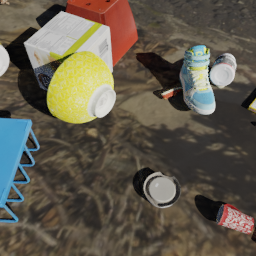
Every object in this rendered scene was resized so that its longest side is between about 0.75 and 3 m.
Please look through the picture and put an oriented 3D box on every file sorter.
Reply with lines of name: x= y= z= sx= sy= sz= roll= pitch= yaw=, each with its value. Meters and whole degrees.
file sorter: x=-3.805 y=1.197 z=8.047 sx=1.803 sy=1.594 sz=2.598 roll=3 pitch=54 yaw=2

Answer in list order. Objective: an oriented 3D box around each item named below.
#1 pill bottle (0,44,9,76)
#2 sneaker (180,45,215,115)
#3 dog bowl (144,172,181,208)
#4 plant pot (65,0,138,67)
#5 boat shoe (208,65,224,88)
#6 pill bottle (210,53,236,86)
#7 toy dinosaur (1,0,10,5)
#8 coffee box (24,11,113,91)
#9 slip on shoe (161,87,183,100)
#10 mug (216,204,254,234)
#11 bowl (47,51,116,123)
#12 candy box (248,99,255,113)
pill bottle: x=-6.246 y=-3.385 z=11.417 sx=1.657 sy=1.657 sz=2.977 roll=-33 pitch=60 yaw=-22
sneaker: x=2.491 y=-1.861 z=9.911 sx=1.048 sy=1.721 sz=2.636 roll=-7 pitch=49 yaw=-6
dog bowl: x=1.005 y=1.865 z=8.341 sx=1.095 sy=0.321 sz=1.095 roll=0 pitch=53 yaw=0
plant pot: x=-1.232 y=-4.454 z=11.851 sx=2.563 sy=2.259 sz=2.561 roll=25 pitch=58 yaw=17
boat shoe: x=3.275 y=-2.231 z=11.285 sx=0.603 sy=0.503 sz=1.616 roll=-35 pitch=60 yaw=-22
pill bottle: x=3.569 y=-2.218 z=10.432 sx=0.836 sy=0.836 sz=1.469 roll=18 pitch=37 yaw=13
toy dinosaur: x=-6.566 y=-6.853 z=14.810 sx=0.697 sy=0.441 sz=1.028 roll=6 pitch=69 yaw=17
coffee box: x=-2.078 y=-2.586 z=10.472 sx=2.175 sy=2.196 sz=2.199 roll=23 pitch=58 yaw=16
slip on shoe: x=1.710 y=-1.344 z=10.767 sx=1.010 sy=0.374 sz=0.309 roll=-25 pitch=99 yaw=-28
mug: x=2.987 y=2.463 z=7.761 sx=0.851 sy=0.568 sz=0.756 roll=20 pitch=57 yaw=10
bowl: x=-1.228 y=-1.079 z=9.164 sx=1.350 sy=2.510 sz=2.510 roll=33 pitch=60 yaw=23
candy box: x=5.335 y=-1.033 z=10.558 sx=0.880 sy=0.227 sz=1.721 roll=34 pitch=60 yaw=26
